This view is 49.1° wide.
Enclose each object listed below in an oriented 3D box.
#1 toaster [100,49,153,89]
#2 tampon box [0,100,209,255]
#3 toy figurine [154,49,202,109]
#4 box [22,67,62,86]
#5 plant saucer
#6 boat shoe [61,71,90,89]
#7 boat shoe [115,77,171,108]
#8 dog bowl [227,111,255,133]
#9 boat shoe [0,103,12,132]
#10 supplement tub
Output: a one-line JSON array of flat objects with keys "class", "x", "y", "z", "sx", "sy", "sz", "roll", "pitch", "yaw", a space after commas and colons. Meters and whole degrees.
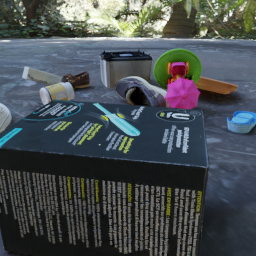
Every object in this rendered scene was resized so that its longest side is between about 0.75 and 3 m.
[{"class": "toaster", "x": -0.245, "y": -2.873, "z": 13.385, "sx": 2.490, "sy": 1.478, "sz": 2.252, "roll": -5, "pitch": 22, "yaw": -13}, {"class": "tampon box", "x": -0.252, "y": 0.683, "z": 4.096, "sx": 2.586, "sy": 1.632, "sz": 1.938, "roll": 5, "pitch": 22, "yaw": 12}, {"class": "toy figurine", "x": 1.629, "y": -1.103, "z": 8.969, "sx": 1.620, "sy": 2.158, "sz": 1.986, "roll": 0, "pitch": 41, "yaw": 6}, {"class": "box", "x": -3.139, "y": -1.855, "z": 10.295, "sx": 1.292, "sy": 0.442, "sz": 0.531, "roll": 11, "pitch": 7, "yaw": -38}, {"class": "plant saucer", "x": 2.963, "y": -1.900, "z": 11.530, "sx": 2.917, "sy": 0.471, "sz": 2.917, "roll": 12, "pitch": 14, "yaw": -3}, {"class": "boat shoe", "x": -2.576, "y": -2.073, "z": 12.416, "sx": 0.717, "sy": 0.716, "sz": 2.036, "roll": 19, "pitch": 30, "yaw": 37}, {"class": "boat shoe", "x": 0.308, "y": -1.167, "z": 9.775, "sx": 0.888, "sy": 0.985, "sz": 2.739, "roll": -11, "pitch": 29, "yaw": -38}, {"class": "dog bowl", "x": 3.324, "y": -0.178, "z": 8.127, "sx": 0.699, "sy": 0.311, "sz": 1.254, "roll": 16, "pitch": 27, "yaw": 34}, {"class": "boat shoe", "x": -3.895, "y": -0.424, "z": 7.931, "sx": 1.012, "sy": 0.899, "sz": 2.750, "roll": -8, "pitch": 23, "yaw": -20}, {"class": "supplement tub", "x": -2.499, "y": -1.179, "z": 9.917, "sx": 1.022, "sy": 0.743, "sz": 0.743, "roll": -24, "pitch": 31, "yaw": -31}]
